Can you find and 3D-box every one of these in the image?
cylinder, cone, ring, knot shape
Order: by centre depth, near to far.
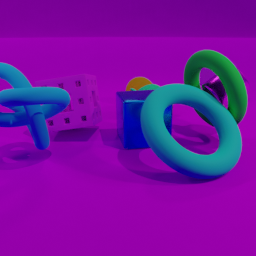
[{"bbox_3d":[-2.064,-0.446,5.162,1.721,1.839,0.850,28,53,-8],"label":"knot shape"},{"bbox_3d":[1.200,-0.007,5.244,2.033,0.407,2.033,11,53,-15],"label":"ring"},{"bbox_3d":[1.873,-0.823,6.210,0.367,1.834,1.834,-25,27,-16],"label":"ring"},{"bbox_3d":[2.255,-0.930,6.499,0.771,0.771,0.771,-38,22,3],"label":"cylinder"},{"bbox_3d":[0.507,-1.281,9.519,0.971,0.971,0.975,5,15,13],"label":"cone"}]

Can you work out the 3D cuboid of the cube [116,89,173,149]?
[{"bbox_3d":[0.335,-0.236,6.417,1.072,1.072,1.072,-4,20,-10],"label":"cube"}]

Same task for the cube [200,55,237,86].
[{"bbox_3d":[3.214,-1.882,9.924,0.919,0.919,0.919,17,-16,-41],"label":"cube"}]

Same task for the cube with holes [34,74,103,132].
[{"bbox_3d":[-1.369,-0.616,6.782,1.162,1.162,1.162,-8,7,6],"label":"cube with holes"}]

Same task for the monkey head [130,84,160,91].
[{"bbox_3d":[0.761,-0.762,8.092,1.509,0.909,1.085,-1,26,-27],"label":"monkey head"}]
